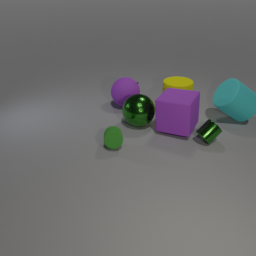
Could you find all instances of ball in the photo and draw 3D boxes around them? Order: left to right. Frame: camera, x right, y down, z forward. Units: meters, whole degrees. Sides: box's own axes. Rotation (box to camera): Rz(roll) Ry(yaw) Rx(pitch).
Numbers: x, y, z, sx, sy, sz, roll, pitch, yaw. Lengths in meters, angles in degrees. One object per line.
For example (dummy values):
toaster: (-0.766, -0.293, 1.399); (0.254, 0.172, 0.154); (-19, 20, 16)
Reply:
ball: (-0.121, -1.735, 13.484); (1.400, 1.400, 1.400); (0, 29, 0)
ball: (0.451, -0.740, 11.833); (1.400, 1.400, 1.400); (0, 29, 0)

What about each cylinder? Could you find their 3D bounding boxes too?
cylinder: (-0.552, 0.343, 10.436); (0.700, 0.700, 0.700); (-2, 15, -4)
cylinder: (2.340, -1.574, 13.324); (1.400, 1.400, 1.400); (0, 28, 0)
cylinder: (3.092, 0.137, 10.691); (0.700, 0.700, 0.700); (-46, 35, 5)
cylinder: (4.633, -1.189, 12.022); (1.400, 1.400, 1.400); (28, 20, -22)

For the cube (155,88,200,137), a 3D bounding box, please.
cube: (2.004, -0.668, 11.275); (1.400, 1.400, 1.400); (11, 33, 26)
